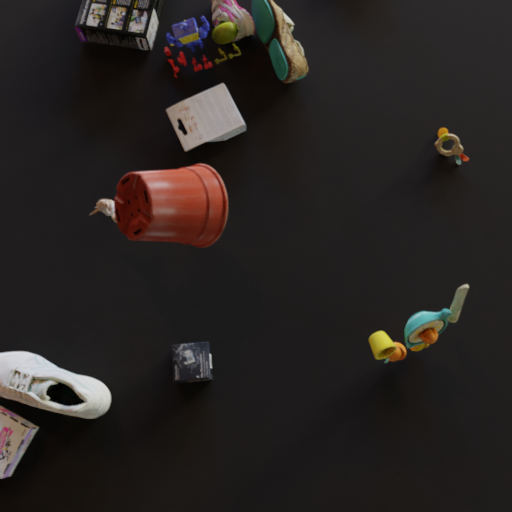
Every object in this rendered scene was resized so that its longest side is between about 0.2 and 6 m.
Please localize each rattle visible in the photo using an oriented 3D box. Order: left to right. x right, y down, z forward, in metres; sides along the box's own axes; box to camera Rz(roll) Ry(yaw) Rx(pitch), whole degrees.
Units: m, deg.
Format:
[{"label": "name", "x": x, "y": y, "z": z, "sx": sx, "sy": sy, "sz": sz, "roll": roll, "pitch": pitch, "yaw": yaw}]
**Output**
[{"label": "rattle", "x": 4.098, "y": -2.285, "z": 11.726, "sx": 0.735, "sy": 0.525, "sz": 0.478, "roll": 30, "pitch": 108, "yaw": -8}]

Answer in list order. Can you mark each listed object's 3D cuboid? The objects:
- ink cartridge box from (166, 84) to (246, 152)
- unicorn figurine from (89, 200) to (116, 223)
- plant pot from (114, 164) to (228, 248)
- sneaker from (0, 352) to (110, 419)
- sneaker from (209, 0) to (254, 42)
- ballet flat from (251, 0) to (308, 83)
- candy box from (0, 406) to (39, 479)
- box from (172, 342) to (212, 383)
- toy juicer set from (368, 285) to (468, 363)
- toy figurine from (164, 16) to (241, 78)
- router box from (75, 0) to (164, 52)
[{"label": "ink cartridge box", "x": -1.056, "y": -2.868, "z": 11.809, "sx": 1.373, "sy": 0.325, "sz": 1.099, "roll": -25, "pitch": 76, "yaw": -2}, {"label": "unicorn figurine", "x": -2.501, "y": -0.759, "z": 10.357, "sx": 0.875, "sy": 1.274, "sz": 0.470, "roll": 26, "pitch": 85, "yaw": -23}, {"label": "plant pot", "x": -1.543, "y": -0.862, "z": 9.704, "sx": 1.481, "sy": 1.522, "sz": 1.522, "roll": -5, "pitch": 69, "yaw": -45}, {"label": "sneaker", "x": -3.890, "y": 2.259, "z": 10.015, "sx": 2.501, "sy": 1.002, "sz": 0.880, "roll": 13, "pitch": 77, "yaw": 5}, {"label": "sneaker", "x": -0.715, "y": -5.347, "z": 12.310, "sx": 0.673, "sy": 0.621, "sz": 1.526, "roll": -36, "pitch": 77, "yaw": -11}, {"label": "ballet flat", "x": 0.543, "y": -4.721, "z": 12.186, "sx": 0.725, "sy": 0.783, "sz": 2.219, "roll": -10, "pitch": 76, "yaw": -30}, {"label": "candy box", "x": -4.692, "y": 3.249, "z": 10.025, "sx": 1.156, "sy": 0.414, "sz": 0.970, "roll": 25, "pitch": 76, "yaw": 7}, {"label": "box", "x": -1.183, "y": 1.981, "z": 10.388, "sx": 0.691, "sy": 0.406, "sz": 0.680, "roll": -5, "pitch": 74, "yaw": 0}, {"label": "toy juicer set", "x": 3.060, "y": 1.389, "z": 9.995, "sx": 1.988, "sy": 1.265, "sz": 0.541, "roll": -32, "pitch": 54, "yaw": 10}, {"label": "toy figurine", "x": -1.251, "y": -4.530, "z": 11.695, "sx": 1.687, "sy": 1.010, "sz": 0.890, "roll": -13, "pitch": 79, "yaw": 12}, {"label": "router box", "x": -2.922, "y": -5.717, "z": 12.439, "sx": 1.623, "sy": 0.556, "sz": 2.176, "roll": 10, "pitch": 75, "yaw": 3}]
